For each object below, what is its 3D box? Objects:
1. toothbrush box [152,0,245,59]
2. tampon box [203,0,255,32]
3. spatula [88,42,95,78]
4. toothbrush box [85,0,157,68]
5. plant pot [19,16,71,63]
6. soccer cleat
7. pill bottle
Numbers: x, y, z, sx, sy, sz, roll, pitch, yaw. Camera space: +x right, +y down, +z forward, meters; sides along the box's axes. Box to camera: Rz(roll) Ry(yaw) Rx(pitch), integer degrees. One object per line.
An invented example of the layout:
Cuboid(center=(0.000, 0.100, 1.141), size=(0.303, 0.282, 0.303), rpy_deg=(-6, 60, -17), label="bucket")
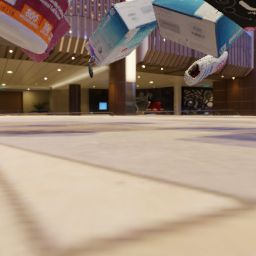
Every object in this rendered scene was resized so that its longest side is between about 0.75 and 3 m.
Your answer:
Cuboid(center=(2.133, -3.123, 6.744), size=(1.843, 2.518, 1.074), rpy_deg=(36, -16, 35), label="toothbrush box")
Cuboid(center=(2.058, -2.681, 4.160), size=(2.302, 1.453, 1.725), rpy_deg=(11, -1, -36), label="tampon box")
Cuboid(center=(-0.935, -1.699, 7.162), size=(0.155, 0.427, 1.509), rpy_deg=(-5, 42, 0), label="spatula")
Cuboid(center=(-0.231, -3.564, 10.581), size=(1.843, 1.074, 2.518), rpy_deg=(-31, 0, -37), label="toothbrush box")
Cuboid(center=(-2.593, -3.032, 8.278), size=(1.498, 1.673, 1.673), rpy_deg=(-35, 3, 2), label="plant pot")
Cuboid(center=(2.684, -2.140, 9.565), size=(1.783, 0.623, 0.770), rpy_deg=(-40, -27, 0), label="soccer cleat")
Cuboid(center=(-1.726, -3.069, 5.379), size=(1.631, 2.857, 1.631), rpy_deg=(27, -2, 1), label="pill bottle")
